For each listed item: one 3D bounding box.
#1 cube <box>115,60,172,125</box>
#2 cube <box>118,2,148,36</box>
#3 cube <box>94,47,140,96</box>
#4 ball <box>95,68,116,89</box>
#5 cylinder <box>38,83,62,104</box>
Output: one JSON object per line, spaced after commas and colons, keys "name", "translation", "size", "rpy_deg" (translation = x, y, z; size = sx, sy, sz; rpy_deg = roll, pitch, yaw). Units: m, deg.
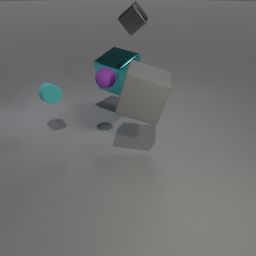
{"name": "cube", "translation": [0.498, -1.160, 9.009], "size": [1.400, 1.400, 1.400], "rpy_deg": [17, 30, -3]}
{"name": "cube", "translation": [0.180, -3.679, 9.415], "size": [0.700, 0.700, 0.700], "rpy_deg": [-32, 23, 27]}
{"name": "cube", "translation": [-0.404, -2.421, 12.023], "size": [1.400, 1.400, 1.400], "rpy_deg": [23, 51, 29]}
{"name": "ball", "translation": [-0.758, -1.682, 9.455], "size": [0.700, 0.700, 0.700], "rpy_deg": [0, 28, 0]}
{"name": "cylinder", "translation": [-2.876, -1.276, 10.303], "size": [0.700, 0.700, 0.700], "rpy_deg": [-15, 20, -26]}
